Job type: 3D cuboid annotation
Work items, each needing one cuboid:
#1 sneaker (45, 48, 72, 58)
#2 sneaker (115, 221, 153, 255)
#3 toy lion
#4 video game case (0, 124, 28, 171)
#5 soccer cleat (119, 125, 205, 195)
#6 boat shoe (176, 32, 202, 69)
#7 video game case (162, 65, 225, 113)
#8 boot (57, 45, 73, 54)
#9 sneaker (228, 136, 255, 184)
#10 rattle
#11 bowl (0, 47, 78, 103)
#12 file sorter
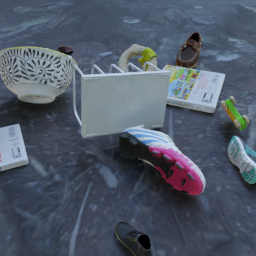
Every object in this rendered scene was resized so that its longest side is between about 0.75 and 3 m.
[{"bbox_3d":[-3.550,-3.302,12.990,1.873,0.768,0.692,-8,38,-10],"label":"sneaker"},{"bbox_3d":[0.131,2.176,5.669,0.415,0.589,1.110,-26,43,-31],"label":"sneaker"},{"bbox_3d":[3.355,-0.417,8.855,0.404,1.127,1.176,-30,63,11],"label":"toy lion"},{"bbox_3d":[-4.288,0.740,7.937,2.561,0.231,1.834,-15,39,-20],"label":"video game case"},{"bbox_3d":[0.996,0.646,7.436,2.803,0.979,1.210,31,42,34],"label":"soccer cleat"},{"bbox_3d":[2.960,-3.769,13.451,1.009,1.008,2.867,11,39,14],"label":"boat shoe"},{"bbox_3d":[2.350,-1.656,11.139,2.575,0.324,2.829,14,39,18],"label":"video game case"},{"bbox_3d":[-3.212,-4.004,14.356,0.783,0.283,0.651,-7,35,-15],"label":"boot"},{"bbox_3d":[3.298,0.861,7.593,0.744,0.632,1.630,7,39,-15],"label":"sneaker"},{"bbox_3d":[0.203,-1.999,11.326,1.560,2.396,1.712,23,-6,-3],"label":"rattle"},{"bbox_3d":[-3.192,-1.645,9.872,2.806,2.806,1.317,-2,81,0],"label":"bowl"},{"bbox_3d":[-0.328,-1.031,8.748,2.644,1.834,1.646,-8,30,-22],"label":"file sorter"}]
